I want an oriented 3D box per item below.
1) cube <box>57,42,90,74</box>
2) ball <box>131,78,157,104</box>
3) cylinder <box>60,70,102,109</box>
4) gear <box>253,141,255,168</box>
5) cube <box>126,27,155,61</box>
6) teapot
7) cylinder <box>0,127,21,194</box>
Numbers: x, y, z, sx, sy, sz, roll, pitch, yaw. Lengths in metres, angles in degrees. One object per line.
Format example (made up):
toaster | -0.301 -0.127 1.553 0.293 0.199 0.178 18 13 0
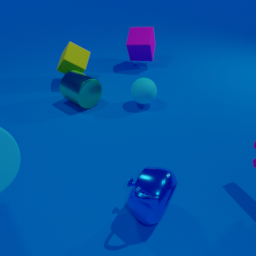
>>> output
cube | -1.911 -2.342 9.818 0.804 0.804 0.804 23 61 -24
ball | 0.487 -1.143 8.655 0.804 0.804 0.804 0 35 0
cylinder | -1.464 -1.209 8.736 0.961 0.961 0.961 28 44 34
gear | 3.034 0.515 5.037 0.283 1.531 1.531 10 26 -33
cube | 0.527 -3.296 11.041 0.935 0.935 0.935 4 63 13
teapot | 0.396 1.181 5.203 0.844 1.072 1.724 25 0 14
cylinder | -2.626 0.507 4.763 1.228 1.228 1.228 -27 18 -33
